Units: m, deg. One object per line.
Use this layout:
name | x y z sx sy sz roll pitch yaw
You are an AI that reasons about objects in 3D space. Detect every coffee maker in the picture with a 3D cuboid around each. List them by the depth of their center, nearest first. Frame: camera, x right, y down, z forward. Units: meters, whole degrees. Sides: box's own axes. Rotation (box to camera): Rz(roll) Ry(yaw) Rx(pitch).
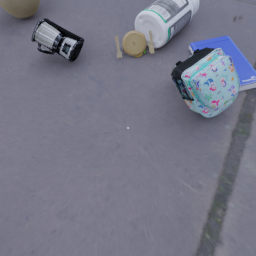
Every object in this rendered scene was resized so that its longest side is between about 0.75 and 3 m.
coffee maker | -2.238 -2.994 9.395 1.442 0.971 1.385 29 46 -5

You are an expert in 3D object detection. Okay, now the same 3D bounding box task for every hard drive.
hard drive | 3.266 -2.196 9.547 1.547 0.297 2.345 -14 57 -9

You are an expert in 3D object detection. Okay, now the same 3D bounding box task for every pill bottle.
pill bottle | 1.480 -4.079 10.165 1.373 1.373 2.428 34 61 21

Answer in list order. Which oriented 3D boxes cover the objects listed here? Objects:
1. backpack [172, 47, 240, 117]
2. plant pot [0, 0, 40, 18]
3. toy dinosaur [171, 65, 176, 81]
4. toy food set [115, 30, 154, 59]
backpack | 2.296 -1.212 7.912 1.563 1.760 1.325 -36 30 -7
plant pot | -4.133 -5.025 10.687 1.947 1.307 1.947 -4 48 5
toy dinosaur | 1.486 -1.610 8.880 0.302 0.401 0.784 -2 98 14
toy food set | 0.222 -2.921 9.765 1.312 0.906 0.263 -7 21 4
